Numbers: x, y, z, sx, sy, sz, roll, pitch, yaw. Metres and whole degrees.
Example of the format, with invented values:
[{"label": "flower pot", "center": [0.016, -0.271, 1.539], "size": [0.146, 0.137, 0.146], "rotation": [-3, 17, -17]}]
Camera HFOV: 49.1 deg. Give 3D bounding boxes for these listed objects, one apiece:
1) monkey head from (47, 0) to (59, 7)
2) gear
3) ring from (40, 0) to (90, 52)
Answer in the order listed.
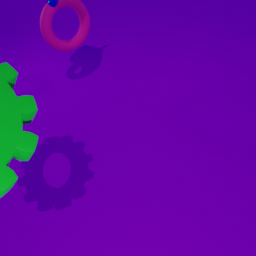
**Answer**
[{"label": "monkey head", "center": [-1.618, -3.724, 6.683], "size": [1.151, 1.375, 1.911], "rotation": [22, 88, 22]}, {"label": "gear", "center": [-1.992, -0.049, 2.906], "size": [1.987, 0.367, 1.987], "rotation": [13, 61, -25]}, {"label": "ring", "center": [-1.682, -2.825, 7.627], "size": [1.484, 1.484, 0.297], "rotation": [-32, 44, -26]}]
